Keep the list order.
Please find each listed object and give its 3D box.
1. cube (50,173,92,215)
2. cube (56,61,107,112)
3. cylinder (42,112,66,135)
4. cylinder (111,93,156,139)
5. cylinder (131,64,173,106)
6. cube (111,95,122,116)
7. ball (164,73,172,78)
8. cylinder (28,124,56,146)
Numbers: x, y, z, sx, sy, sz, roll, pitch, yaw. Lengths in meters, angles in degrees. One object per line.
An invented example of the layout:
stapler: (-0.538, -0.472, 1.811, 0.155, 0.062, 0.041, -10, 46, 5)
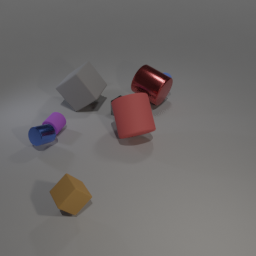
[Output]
cube: (-1.546, 1.795, 7.577, 0.700, 0.700, 0.700, -48, 45, -1)
cube: (-2.047, -1.856, 12.507, 1.400, 1.400, 1.400, -25, 24, 32)
cylinder: (-2.910, -0.166, 11.056, 0.700, 0.700, 0.700, 11, 38, 16)
cylinder: (0.203, -0.436, 10.404, 1.400, 1.400, 1.400, -13, -6, -1)
cylinder: (1.082, -1.952, 12.723, 1.400, 1.400, 1.400, 33, 44, 19)
cube: (-0.273, -0.915, 12.267, 0.700, 0.700, 0.700, 22, 39, 29)
ball: (1.795, -2.344, 13.646, 0.700, 0.700, 0.700, 0, 33, 0)
cylinder: (-3.103, 0.244, 10.126, 0.700, 0.700, 0.700, 19, 20, 27)
